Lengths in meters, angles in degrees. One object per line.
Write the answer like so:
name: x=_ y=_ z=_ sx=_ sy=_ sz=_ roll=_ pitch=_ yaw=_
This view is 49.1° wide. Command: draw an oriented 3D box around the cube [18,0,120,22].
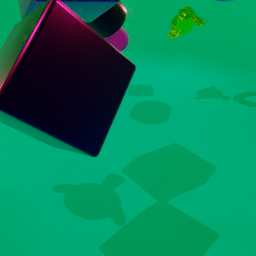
cube: x=-1.019 y=-2.440 z=4.332 sx=1.282 sy=1.282 sz=1.282 roll=-12 pitch=10 yaw=-26

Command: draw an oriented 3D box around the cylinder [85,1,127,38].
cylinder: x=-0.761 y=-3.038 z=7.101 sx=1.088 sy=1.088 sz=1.088 roll=-13 pitch=65 yaw=28

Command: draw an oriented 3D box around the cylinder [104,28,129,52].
cylinder: x=-0.408 y=-2.838 z=9.043 sx=0.798 sy=0.798 sz=0.798 roll=4 pitch=21 yaw=6

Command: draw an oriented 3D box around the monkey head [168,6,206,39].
monkey head: x=1.800 y=-3.121 z=8.472 sx=0.973 sy=0.815 sz=1.353 roll=38 pitch=53 yaw=15

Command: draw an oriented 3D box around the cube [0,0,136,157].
cube: x=-0.885 y=-0.498 z=3.333 sx=1.216 sy=1.216 sz=1.216 roll=5 pitch=68 yaw=51

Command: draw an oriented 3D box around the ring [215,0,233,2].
ring: x=2.618 y=-4.174 z=7.351 sx=1.715 sy=1.715 sz=0.343 roll=10 pitch=-1 yaw=15
